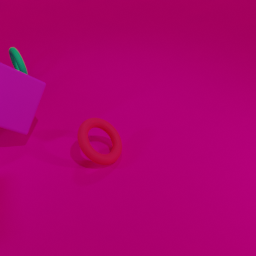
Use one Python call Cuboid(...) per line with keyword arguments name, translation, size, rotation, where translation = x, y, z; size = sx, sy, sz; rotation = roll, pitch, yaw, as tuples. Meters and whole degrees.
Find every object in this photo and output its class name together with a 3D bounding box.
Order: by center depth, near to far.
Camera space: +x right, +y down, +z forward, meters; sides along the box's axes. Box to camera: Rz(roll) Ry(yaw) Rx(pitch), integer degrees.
Cuboid(name="ring", translation=(-0.659, 0.306, 6.753), size=(1.225, 0.245, 1.225), rotation=(23, 50, -30))
Cuboid(name="cube", translation=(-3.185, -0.779, 7.061), size=(1.400, 1.400, 1.400), rotation=(23, -6, -41))
Cuboid(name="ring", translation=(-3.876, -2.267, 9.892), size=(0.233, 1.166, 1.166), rotation=(-27, 44, -24))
